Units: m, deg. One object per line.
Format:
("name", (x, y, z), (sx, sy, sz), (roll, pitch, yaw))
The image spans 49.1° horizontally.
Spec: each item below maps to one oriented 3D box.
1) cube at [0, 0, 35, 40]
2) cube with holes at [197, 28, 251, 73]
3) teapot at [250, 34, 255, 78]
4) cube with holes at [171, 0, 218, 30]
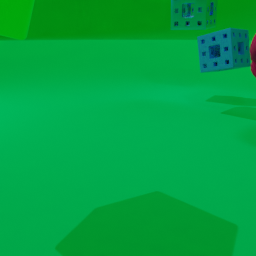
("cube", (-1.521, -1.911, 2.688), (1.313, 1.313, 1.313), (8, -27, -25))
("cube with holes", (2.898, -2.301, 8.448), (1.076, 1.076, 1.076), (-13, 9, -41))
("teapot", (3.017, -1.595, 5.529), (0.920, 1.879, 1.168), (44, 14, 30))
("cube with holes", (2.303, -4.097, 9.706), (1.227, 1.227, 1.227), (11, 26, 30))
